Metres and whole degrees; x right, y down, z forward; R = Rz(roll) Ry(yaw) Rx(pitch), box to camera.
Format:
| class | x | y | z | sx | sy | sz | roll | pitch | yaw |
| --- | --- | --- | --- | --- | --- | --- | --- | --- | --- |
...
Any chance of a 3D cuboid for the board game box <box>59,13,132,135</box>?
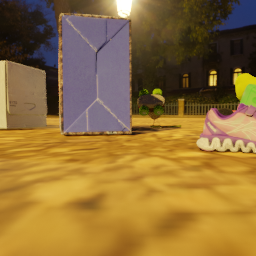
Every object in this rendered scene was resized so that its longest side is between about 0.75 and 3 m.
| class | x | y | z | sx | sy | sz | roll | pitch | yaw |
| --- | --- | --- | --- | --- | --- | --- | --- | --- | --- |
| board game box | -0.854 | -0.972 | 6.163 | 1.286 | 2.117 | 2.655 | -1 | 2 | -14 |

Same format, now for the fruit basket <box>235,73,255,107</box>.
| class | x | y | z | sx | sy | sz | roll | pitch | yaw |
| --- | --- | --- | --- | --- | --- | --- | --- | --- | --- |
| fruit basket | 4.918 | -1.086 | 10.865 | 2.384 | 1.719 | 2.384 | 12 | 20 | -5 |

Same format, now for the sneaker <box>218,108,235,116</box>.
| class | x | y | z | sx | sy | sz | roll | pitch | yaw |
| --- | --- | --- | --- | --- | --- | --- | --- | --- | --- |
| sneaker | 4.800 | -0.405 | 12.382 | 2.051 | 0.756 | 0.889 | -1 | -20 | 35 |

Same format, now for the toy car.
| class | x | y | z | sx | sy | sz | roll | pitch | yaw |
| --- | --- | --- | --- | --- | --- | --- | --- | --- | --- |
| toy car | 0.694 | -0.514 | 8.316 | 0.791 | 0.824 | 1.003 | -2 | -39 | 5 |

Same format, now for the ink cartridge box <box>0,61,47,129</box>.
| class | x | y | z | sx | sy | sz | roll | pitch | yaw |
| --- | --- | --- | --- | --- | --- | --- | --- | --- | --- |
| ink cartridge box | -3.666 | -0.814 | 7.720 | 2.330 | 1.685 | 1.693 | 1 | 2 | 18 |

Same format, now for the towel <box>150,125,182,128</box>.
| class | x | y | z | sx | sy | sz | roll | pitch | yaw |
| --- | --- | --- | --- | --- | --- | --- | --- | --- | --- |
| towel | 1.231 | -0.067 | 9.030 | 1.003 | 0.091 | 0.432 | -1 | 4 | -36 |

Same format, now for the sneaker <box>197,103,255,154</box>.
| class | x | y | z | sx | sy | sz | roll | pitch | yaw |
| --- | --- | --- | --- | --- | --- | --- | --- | --- | --- |
| sneaker | 1.219 | -0.001 | 2.695 | 1.093 | 0.483 | 0.439 | 2 | 2 | 25 |
